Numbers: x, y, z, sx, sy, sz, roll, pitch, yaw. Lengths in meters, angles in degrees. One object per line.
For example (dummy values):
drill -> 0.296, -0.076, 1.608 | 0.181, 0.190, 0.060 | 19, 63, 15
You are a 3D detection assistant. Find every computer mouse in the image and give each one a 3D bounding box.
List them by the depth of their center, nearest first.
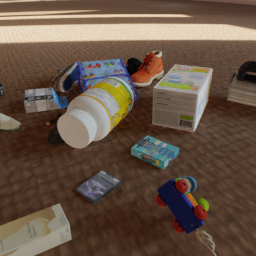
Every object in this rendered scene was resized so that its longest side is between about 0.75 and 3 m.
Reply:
computer mouse -> -2.466, -0.076, 9.905 | 1.214, 0.398, 1.728 | 12, 33, 18

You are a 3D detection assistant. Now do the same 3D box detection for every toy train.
toy train -> 1.525, 1.916, 6.230 | 1.842, 0.780, 1.066 | 55, 30, 16

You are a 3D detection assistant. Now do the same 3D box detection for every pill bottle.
pill bottle -> -1.053, -0.552, 9.536 | 1.600, 1.600, 2.837 | 14, 34, 21

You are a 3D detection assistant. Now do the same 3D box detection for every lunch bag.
lunch bag -> -0.918, -1.731, 12.126 | 2.067, 1.292, 2.746 | -9, 45, -17

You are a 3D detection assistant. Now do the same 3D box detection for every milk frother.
milk frother -> 5.495, -1.978, 11.445 | 2.097, 2.012, 2.229 | 20, 39, 28

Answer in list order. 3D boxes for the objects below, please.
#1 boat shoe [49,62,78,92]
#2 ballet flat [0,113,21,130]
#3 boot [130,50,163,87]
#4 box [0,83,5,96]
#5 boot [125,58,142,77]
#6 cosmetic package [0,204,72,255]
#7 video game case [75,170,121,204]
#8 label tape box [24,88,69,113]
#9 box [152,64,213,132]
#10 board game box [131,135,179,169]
boat shoe -> -2.954, -2.572, 13.484 | 0.931, 0.929, 2.573 | 6, 32, 13
ballet flat -> -4.794, -0.282, 10.089 | 1.786, 0.557, 0.602 | 3, 32, 5
boot -> 0.880, -2.909, 13.604 | 0.987, 1.411, 2.632 | 20, 38, 27
box -> -5.966, -1.673, 12.427 | 0.775, 0.482, 0.575 | -18, 36, -27
boot -> 0.139, -3.145, 14.733 | 1.394, 0.630, 1.702 | -25, 43, -34
cosmetic package -> -2.008, 2.258, 5.988 | 1.416, 0.503, 0.745 | -17, 35, -26
video game case -> -0.789, 1.558, 7.529 | 0.730, 0.097, 1.022 | 24, 40, 33
label tape box -> -3.381, -1.207, 11.609 | 1.680, 0.555, 1.204 | -10, 33, -12
box -> 2.145, -1.272, 10.771 | 1.627, 1.466, 2.892 | 12, 33, 22
board game box -> 0.840, 0.727, 8.701 | 1.188, 0.279, 0.897 | 22, 38, 31
